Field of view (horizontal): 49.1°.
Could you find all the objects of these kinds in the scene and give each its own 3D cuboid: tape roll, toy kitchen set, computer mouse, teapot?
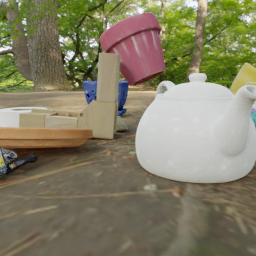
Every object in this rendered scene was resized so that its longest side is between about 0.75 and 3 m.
[{"bbox_3d":[-4.280,-0.449,11.556,1.918,0.671,1.918,0,10,0],"label":"tape roll"},{"bbox_3d":[-1.789,-1.154,9.656,2.956,2.667,2.412,5,9,2],"label":"toy kitchen set"},{"bbox_3d":[-2.630,0.678,5.965,1.327,0.291,0.728,8,26,30],"label":"computer mouse"},{"bbox_3d":[1.375,-0.151,5.891,2.679,1.957,2.644,4,10,27],"label":"teapot"}]

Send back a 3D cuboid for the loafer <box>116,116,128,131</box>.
[{"bbox_3d":[-0.433,-0.192,10.533,0.556,0.501,1.469,-4,10,-23],"label":"loafer"}]

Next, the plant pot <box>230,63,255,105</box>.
[{"bbox_3d":[6.913,-1.955,15.659,2.007,2.828,2.828,28,21,22],"label":"plant pot"}]

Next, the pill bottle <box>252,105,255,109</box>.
[{"bbox_3d":[4.256,-0.617,11.231,1.111,1.111,2.034,-4,11,-22],"label":"pill bottle"}]

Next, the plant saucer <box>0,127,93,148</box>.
[{"bbox_3d":[-2.353,0.217,7.060,2.913,0.470,2.913,1,0,0],"label":"plant saucer"}]

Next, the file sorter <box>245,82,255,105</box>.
[{"bbox_3d":[7.401,-1.351,13.780,2.796,1.741,1.940,-2,10,-16],"label":"file sorter"}]

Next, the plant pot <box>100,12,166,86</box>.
[{"bbox_3d":[0.346,-2.696,10.144,2.220,1.987,2.220,-22,0,0],"label":"plant pot"}]

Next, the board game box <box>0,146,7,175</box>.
[{"bbox_3d":[-2.810,0.749,5.089,1.075,0.332,1.075,-18,27,-22],"label":"board game box"}]

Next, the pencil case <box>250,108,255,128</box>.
[{"bbox_3d":[3.605,-0.179,9.203,1.997,0.923,0.850,-9,15,-40],"label":"pencil case"}]

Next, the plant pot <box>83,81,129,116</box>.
[{"bbox_3d":[-1.047,-1.505,14.428,2.015,1.812,2.015,1,10,11],"label":"plant pot"}]
